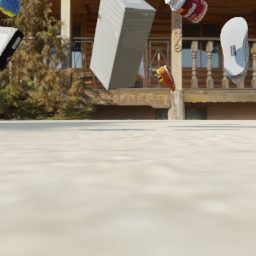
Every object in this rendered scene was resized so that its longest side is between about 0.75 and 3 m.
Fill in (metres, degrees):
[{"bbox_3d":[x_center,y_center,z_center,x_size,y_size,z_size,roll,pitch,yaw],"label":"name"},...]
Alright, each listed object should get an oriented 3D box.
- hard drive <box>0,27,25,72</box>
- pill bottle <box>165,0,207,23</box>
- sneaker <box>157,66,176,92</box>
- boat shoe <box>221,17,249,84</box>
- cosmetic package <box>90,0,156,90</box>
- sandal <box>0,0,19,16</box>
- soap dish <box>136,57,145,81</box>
[{"bbox_3d":[-3.233,-1.929,6.688,1.505,1.051,0.285,18,-15,35],"label":"hard drive"},{"bbox_3d":[1.757,-3.762,8.521,1.191,0.673,0.673,19,-6,-23],"label":"pill bottle"},{"bbox_3d":[1.698,-2.135,12.323,0.590,0.559,1.530,-22,-43,18],"label":"sneaker"},{"bbox_3d":[3.862,-2.731,9.932,0.908,2.523,0.829,-9,-27,26],"label":"boat shoe"},{"bbox_3d":[-0.271,-2.767,9.029,1.256,2.786,1.488,-12,47,-32],"label":"cosmetic package"},{"bbox_3d":[-2.657,-3.391,6.077,0.828,1.902,0.756,-14,-3,12],"label":"sandal"},{"bbox_3d":[0.203,-3.071,12.622,0.690,1.698,1.336,-11,-14,19],"label":"soap dish"}]
